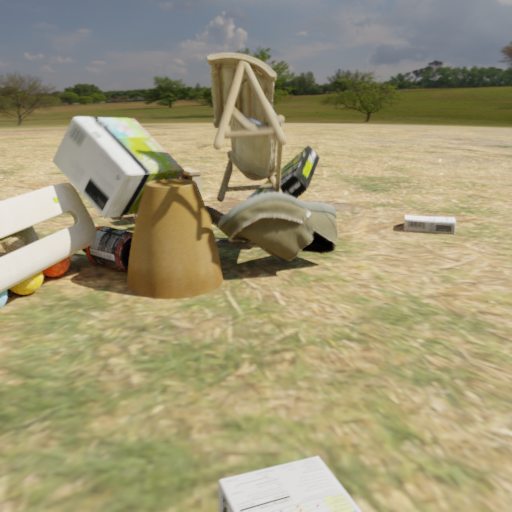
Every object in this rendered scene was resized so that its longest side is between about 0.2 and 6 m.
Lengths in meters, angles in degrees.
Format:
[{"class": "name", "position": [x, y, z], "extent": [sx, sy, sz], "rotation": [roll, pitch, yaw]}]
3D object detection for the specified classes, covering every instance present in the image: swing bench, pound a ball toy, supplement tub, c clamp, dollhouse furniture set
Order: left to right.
[{"class": "pound a ball toy", "position": [-4.104, 0.014, 9.036], "extent": [2.177, 1.418, 3.339], "rotation": [-22, 10, 20]}, {"class": "supplement tub", "position": [-2.608, -0.155, 10.119], "extent": [1.328, 0.710, 0.710], "rotation": [13, 21, 37]}, {"class": "dollhouse furniture set", "position": [-2.269, -1.428, 13.469], "extent": [1.802, 1.173, 1.655], "rotation": [-10, 19, -30]}, {"class": "c clamp", "position": [-0.832, -0.348, 10.308], "extent": [2.197, 0.298, 1.877], "rotation": [5, -28, 40]}, {"class": "swing bench", "position": [-0.166, -2.050, 9.072], "extent": [1.123, 1.731, 1.721], "rotation": [-4, -22, -2]}]

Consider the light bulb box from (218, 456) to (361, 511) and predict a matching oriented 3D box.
[{"class": "light bulb box", "position": [0.241, 1.872, 3.776], "extent": [0.812, 0.511, 0.819], "rotation": [-6, 18, -20]}]

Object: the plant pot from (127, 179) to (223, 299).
[{"class": "plant pot", "position": [-1.328, -0.353, 9.090], "extent": [1.577, 1.692, 1.577], "rotation": [1, 17, 0]}]

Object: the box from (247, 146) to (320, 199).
[{"class": "box", "position": [0.351, -1.174, 10.615], "extent": [1.780, 0.423, 1.719], "rotation": [-38, 11, 27]}]

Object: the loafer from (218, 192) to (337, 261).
[{"class": "loafer", "position": [0.530, -0.438, 9.456], "extent": [2.576, 0.897, 0.968], "rotation": [-2, -26, -39]}]

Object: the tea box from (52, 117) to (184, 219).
[{"class": "tea box", "position": [-2.314, -1.527, 9.504], "extent": [1.460, 0.976, 1.437], "rotation": [45, 29, 14]}]

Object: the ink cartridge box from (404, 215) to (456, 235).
[{"class": "ink cartridge box", "position": [3.999, -0.826, 12.980], "extent": [1.103, 0.387, 1.358], "rotation": [4, 22, 14]}]
